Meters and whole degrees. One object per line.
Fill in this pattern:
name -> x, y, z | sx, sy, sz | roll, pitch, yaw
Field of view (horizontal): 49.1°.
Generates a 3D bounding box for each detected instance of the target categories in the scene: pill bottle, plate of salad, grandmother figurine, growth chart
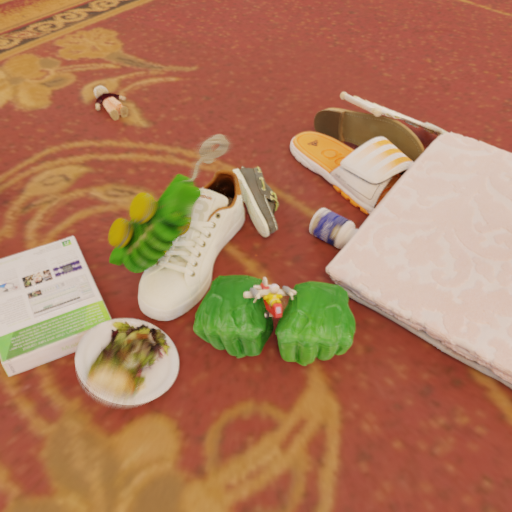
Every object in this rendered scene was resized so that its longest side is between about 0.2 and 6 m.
pill bottle -> 1.375, -0.415, 9.466 | 0.852, 0.510, 0.510 | 30, 51, 27
plate of salad -> -1.697, 1.338, 7.476 | 1.374, 0.330, 1.374 | 12, 42, -11
grandmother figurine -> -3.395, -3.586, 12.975 | 0.753, 0.376, 1.242 | -20, 48, -32
growth chart -> 2.962, -2.801, 11.405 | 2.369, 0.210, 1.714 | 14, 21, -20

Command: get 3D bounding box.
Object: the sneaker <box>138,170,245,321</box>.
sneaker -> -1.052, -0.331, 8.867 | 1.055, 1.227, 2.899 | 15, 48, 14

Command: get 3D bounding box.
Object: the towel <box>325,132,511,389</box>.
towel -> 3.609, -0.060, 8.385 | 3.855, 0.621, 3.681 | 31, 68, 30

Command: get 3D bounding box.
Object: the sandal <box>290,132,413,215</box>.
sandal -> 1.916, -1.806, 10.592 | 1.325, 0.991, 3.458 | -31, 51, -29

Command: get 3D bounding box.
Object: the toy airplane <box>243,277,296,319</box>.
toy airplane -> 0.201, 0.516, 7.683 | 0.605, 0.428, 0.607 | 31, 45, 9

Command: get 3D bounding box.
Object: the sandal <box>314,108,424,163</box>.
sandal -> 2.476, -2.549, 11.467 | 2.646, 0.970, 0.870 | 29, 41, 34

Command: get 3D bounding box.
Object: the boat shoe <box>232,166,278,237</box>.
boat shoe -> 0.069, -1.035, 10.008 | 0.565, 0.675, 1.889 | -16, 41, -9

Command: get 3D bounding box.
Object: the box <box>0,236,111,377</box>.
box -> -3.187, 0.663, 8.425 | 1.541, 0.388, 2.135 | -20, 45, -19

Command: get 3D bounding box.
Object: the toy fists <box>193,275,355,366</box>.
toy fists -> 0.246, 0.949, 7.857 | 2.250, 0.774, 1.147 | 6, 36, 8

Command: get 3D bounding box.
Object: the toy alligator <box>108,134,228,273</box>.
toy alligator -> -1.256, -0.524, 7.912 | 0.818, 2.759, 0.749 | 20, 39, -42
